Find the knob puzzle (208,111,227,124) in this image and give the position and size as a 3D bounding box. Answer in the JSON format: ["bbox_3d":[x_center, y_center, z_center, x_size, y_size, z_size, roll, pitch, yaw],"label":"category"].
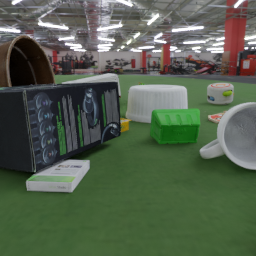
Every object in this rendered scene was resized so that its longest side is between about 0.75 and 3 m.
[{"bbox_3d":[3.507,-0.374,9.633,1.778,0.247,1.778,0,13,0],"label":"knob puzzle"}]

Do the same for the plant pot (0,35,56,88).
[{"bbox_3d":[-4.190,-1.338,9.053,2.738,2.765,2.765,-6,12,13],"label":"plant pot"}]

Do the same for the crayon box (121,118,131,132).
[{"bbox_3d":[-0.476,-0.051,8.146,0.706,0.290,1.123,10,17,35],"label":"crayon box"}]

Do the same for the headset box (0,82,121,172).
[{"bbox_3d":[-2.011,-0.211,6.021,2.601,1.386,2.987,2,12,28],"label":"headset box"}]

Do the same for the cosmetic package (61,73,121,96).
[{"bbox_3d":[-1.763,-1.868,13.386,2.515,1.067,1.353,-13,18,-17],"label":"cosmetic package"}]

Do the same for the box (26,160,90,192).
[{"bbox_3d":[-1.146,0.788,4.777,0.748,0.188,1.036,0,12,8],"label":"box"}]

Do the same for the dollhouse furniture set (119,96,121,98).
[{"bbox_3d":[-0.910,-1.868,15.378,1.014,0.767,1.885,-5,31,-13],"label":"dollhouse furniture set"}]

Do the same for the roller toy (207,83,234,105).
[{"bbox_3d":[4.441,-1.621,13.498,1.196,0.916,1.311,4,24,25],"label":"roller toy"}]

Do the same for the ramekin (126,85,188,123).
[{"bbox_3d":[1.060,-0.935,10.111,2.304,1.123,2.304,0,13,0],"label":"ramekin"}]

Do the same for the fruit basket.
[{"bbox_3d":[1.184,-0.105,7.287,1.326,0.956,1.326,1,31,-1],"label":"fruit basket"}]

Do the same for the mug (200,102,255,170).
[{"bbox_3d":[2.195,0.188,5.602,1.614,1.191,1.415,-28,-2,13],"label":"mug"}]

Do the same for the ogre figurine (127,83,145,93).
[{"bbox_3d":[0.782,-1.597,13.615,1.156,0.946,1.928,31,44,32],"label":"ogre figurine"}]
